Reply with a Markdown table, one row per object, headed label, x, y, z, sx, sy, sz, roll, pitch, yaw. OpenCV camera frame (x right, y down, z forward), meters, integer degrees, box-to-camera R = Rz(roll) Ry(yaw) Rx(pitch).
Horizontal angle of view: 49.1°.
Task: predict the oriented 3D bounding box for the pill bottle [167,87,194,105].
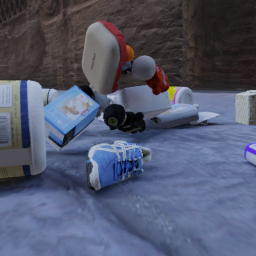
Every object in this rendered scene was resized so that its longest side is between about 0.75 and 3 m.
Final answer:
| label | x | y | z | sx | sy | sz | roll | pitch | yaw |
| --- | --- | --- | --- | --- | --- | --- | --- | --- | --- |
| pill bottle | 2.306 | -1.688 | 16.632 | 1.522 | 1.522 | 2.919 | -9 | 13 | -41 |

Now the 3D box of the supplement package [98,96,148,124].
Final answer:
| label | x | y | z | sx | sy | sz | roll | pitch | yaw |
| --- | --- | --- | --- | --- | --- | --- | --- | --- | --- |
| supplement package | -0.291 | -0.856 | 12.863 | 1.659 | 1.181 | 2.131 | -4 | 10 | -24 |

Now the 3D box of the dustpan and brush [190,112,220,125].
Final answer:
| label | x | y | z | sx | sy | sz | roll | pitch | yaw |
| --- | --- | --- | --- | --- | --- | --- | --- | --- | --- |
| dustpan and brush | 3.174 | -0.422 | 12.815 | 1.252 | 0.513 | 1.794 | -18 | 23 | -21 |

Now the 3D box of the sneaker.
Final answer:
| label | x | y | z | sx | sy | sz | roll | pitch | yaw |
| --- | --- | --- | --- | --- | --- | --- | --- | --- | --- |
| sneaker | -0.154 | 0.638 | 5.557 | 0.817 | 0.803 | 2.120 | 0 | 11 | 21 |

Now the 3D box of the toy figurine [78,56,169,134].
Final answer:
| label | x | y | z | sx | sy | sz | roll | pitch | yaw |
| --- | --- | --- | --- | --- | --- | --- | --- | --- | --- |
| toy figurine | -0.281 | -1.400 | 9.722 | 2.747 | 2.790 | 1.941 | 36 | 8 | 32 |

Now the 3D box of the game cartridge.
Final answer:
| label | x | y | z | sx | sy | sz | roll | pitch | yaw |
| --- | --- | --- | --- | --- | --- | --- | --- | --- | --- |
| game cartridge | 1.996 | -0.609 | 12.506 | 1.873 | 0.584 | 2.812 | -18 | 12 | -5 |

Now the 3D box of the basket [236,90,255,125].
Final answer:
| label | x | y | z | sx | sy | sz | roll | pitch | yaw |
| --- | --- | --- | --- | --- | --- | --- | --- | --- | --- |
| basket | 5.423 | -0.896 | 12.484 | 0.903 | 1.464 | 0.992 | -8 | 12 | -16 |

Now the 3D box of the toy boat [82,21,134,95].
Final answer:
| label | x | y | z | sx | sy | sz | roll | pitch | yaw |
| --- | --- | --- | --- | --- | --- | --- | --- | --- | --- |
| toy boat | -0.500 | -2.289 | 9.246 | 1.607 | 2.459 | 1.604 | -23 | 63 | -31 |

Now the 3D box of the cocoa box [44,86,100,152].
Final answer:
| label | x | y | z | sx | sy | sz | roll | pitch | yaw |
| --- | --- | --- | --- | --- | --- | --- | --- | --- | --- |
| cocoa box | -1.639 | -0.273 | 7.637 | 0.960 | 0.944 | 1.439 | 39 | 51 | 7 |

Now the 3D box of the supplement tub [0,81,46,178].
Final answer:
| label | x | y | z | sx | sy | sz | roll | pitch | yaw |
| --- | --- | --- | --- | --- | --- | --- | --- | --- | --- |
| supplement tub | -3.066 | 0.050 | 5.512 | 2.726 | 1.968 | 1.968 | -3 | 10 | -18 |

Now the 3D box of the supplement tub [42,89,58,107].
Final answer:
| label | x | y | z | sx | sy | sz | roll | pitch | yaw |
| --- | --- | --- | --- | --- | --- | --- | --- | --- | --- |
| supplement tub | -4.933 | -1.426 | 15.376 | 1.981 | 1.437 | 1.437 | 1 | 10 | 0 |

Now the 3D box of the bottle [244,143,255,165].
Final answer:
| label | x | y | z | sx | sy | sz | roll | pitch | yaw |
| --- | --- | --- | --- | --- | --- | --- | --- | --- | --- |
| bottle | 3.163 | 0.701 | 6.093 | 0.629 | 0.492 | 1.506 | -1 | 10 | -8 |

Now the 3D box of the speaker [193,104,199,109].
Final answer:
| label | x | y | z | sx | sy | sz | roll | pitch | yaw |
| --- | --- | --- | --- | --- | --- | --- | --- | --- | --- |
| speaker | 4.258 | -1.418 | 18.570 | 0.790 | 0.321 | 0.321 | -1 | 10 | -2 |

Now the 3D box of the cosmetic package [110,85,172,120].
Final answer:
| label | x | y | z | sx | sy | sz | roll | pitch | yaw |
| --- | --- | --- | --- | --- | --- | --- | --- | --- | --- |
| cosmetic package | 0.433 | -0.916 | 10.894 | 1.756 | 1.079 | 1.750 | -13 | -6 | -24 |
